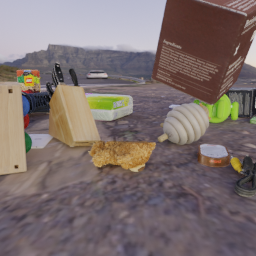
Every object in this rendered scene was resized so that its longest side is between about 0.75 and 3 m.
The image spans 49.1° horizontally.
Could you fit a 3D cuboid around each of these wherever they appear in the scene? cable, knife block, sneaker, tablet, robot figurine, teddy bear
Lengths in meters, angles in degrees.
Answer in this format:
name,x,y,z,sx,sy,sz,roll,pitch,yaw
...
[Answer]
name,x,y,z,sx,sy,sz,roll,pitch,yaw
cable,2.270,0.925,5.164,0.732,0.379,1.506,18,28,13
knife block,-1.673,-0.767,8.148,0.813,2.231,2.541,-1,10,-35
sneaker,-3.982,-1.164,12.598,2.955,1.123,2.135,-11,2,-5
tablet,-2.757,0.364,8.089,0.983,0.103,1.512,0,12,-3
robot figurine,3.614,-0.883,11.579,1.808,1.192,2.061,4,12,17
teddy bear,-0.135,0.577,6.113,1.840,0.614,1.334,0,1,42

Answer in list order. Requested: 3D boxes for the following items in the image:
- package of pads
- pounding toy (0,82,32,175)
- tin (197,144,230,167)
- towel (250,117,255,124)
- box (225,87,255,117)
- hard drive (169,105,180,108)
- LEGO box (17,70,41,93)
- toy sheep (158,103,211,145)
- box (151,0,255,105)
name,x,y,z,sx,sy,sz,roll,pitch,yaw
package of pads,-1.400,-0.987,12.688,2.807,0.957,2.169,6,14,25
pounding toy,-2.952,-0.695,6.306,1.304,2.851,2.504,-4,12,-22
tin,1.988,0.612,6.529,0.696,0.260,1.244,7,12,12
towel,5.670,-0.258,11.087,1.454,0.223,1.085,4,10,31
box,5.142,-1.298,13.390,2.043,1.269,2.059,9,14,38
hard drive,2.934,-1.173,15.689,1.077,0.137,0.710,6,13,27
LEGO box,-5.468,-2.182,15.678,1.094,2.111,2.835,-4,11,-16
toy sheep,1.558,-0.088,7.846,1.785,1.230,1.230,-36,23,-15
box,2.619,-2.874,9.345,2.457,2.992,2.482,30,44,23
